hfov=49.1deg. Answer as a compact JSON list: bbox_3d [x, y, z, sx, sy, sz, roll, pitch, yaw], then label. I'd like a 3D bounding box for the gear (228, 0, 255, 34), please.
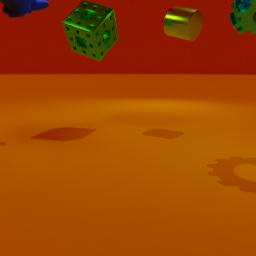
[{"bbox_3d":[3.007,-2.635,5.882,1.674,0.310,1.674,-15,-16,-4],"label":"gear"}]

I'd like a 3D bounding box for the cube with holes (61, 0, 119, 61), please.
[{"bbox_3d":[-1.160,-3.095,8.916,1.164,1.164,1.164,24,64,21],"label":"cube with holes"}]

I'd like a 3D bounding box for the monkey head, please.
[{"bbox_3d":[-2.831,-3.620,7.414,1.366,1.144,1.898,-24,47,-31],"label":"monkey head"}]

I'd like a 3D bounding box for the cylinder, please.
[{"bbox_3d":[1.770,-3.352,8.978,0.921,0.921,0.921,26,25,34],"label":"cylinder"}]
